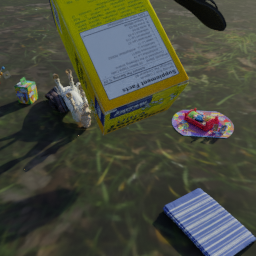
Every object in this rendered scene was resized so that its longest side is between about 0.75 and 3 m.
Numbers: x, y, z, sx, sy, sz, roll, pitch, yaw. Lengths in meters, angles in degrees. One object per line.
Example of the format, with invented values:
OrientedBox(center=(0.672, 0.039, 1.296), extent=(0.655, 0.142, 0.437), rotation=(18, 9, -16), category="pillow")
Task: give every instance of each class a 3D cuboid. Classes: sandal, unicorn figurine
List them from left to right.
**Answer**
OrientedBox(center=(-1.620, -0.948, 8.479), extent=(0.890, 1.656, 2.411), rotation=(-13, 54, -2), category="unicorn figurine")
OrientedBox(center=(2.059, -3.526, 7.932), extent=(1.985, 0.746, 0.475), rotation=(41, 82, 6), category="sandal")

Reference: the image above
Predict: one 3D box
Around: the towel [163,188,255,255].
OrientedBox(center=(1.510, 1.832, 5.395), extent=(1.077, 0.177, 1.487), rotation=(-18, 40, -28), category="towel")

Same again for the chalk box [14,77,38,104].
OrientedBox(center=(-3.393, -1.270, 9.329), extent=(0.502, 0.809, 0.505), rotation=(9, 35, 13), category="chalk box")

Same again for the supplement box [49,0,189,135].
OrientedBox(center=(-0.319, -1.579, 5.497), extent=(1.578, 1.588, 2.899), rotation=(-22, 79, -11), category="supplement box")

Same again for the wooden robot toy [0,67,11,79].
OrientedBox(center=(-5.166, -1.931, 10.738), extent=(1.426, 0.628, 0.647), rotation=(-7, 0, -9), category="wooden robot toy")

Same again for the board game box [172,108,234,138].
OrientedBox(center=(2.222, -0.286, 8.299), extent=(1.797, 0.350, 1.420), rotation=(4, 35, 5), category="board game box")

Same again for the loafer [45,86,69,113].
OrientedBox(center=(-2.321, -0.827, 9.016), extent=(0.528, 0.602, 1.675), rotation=(-29, 34, -7), category="loafer")
